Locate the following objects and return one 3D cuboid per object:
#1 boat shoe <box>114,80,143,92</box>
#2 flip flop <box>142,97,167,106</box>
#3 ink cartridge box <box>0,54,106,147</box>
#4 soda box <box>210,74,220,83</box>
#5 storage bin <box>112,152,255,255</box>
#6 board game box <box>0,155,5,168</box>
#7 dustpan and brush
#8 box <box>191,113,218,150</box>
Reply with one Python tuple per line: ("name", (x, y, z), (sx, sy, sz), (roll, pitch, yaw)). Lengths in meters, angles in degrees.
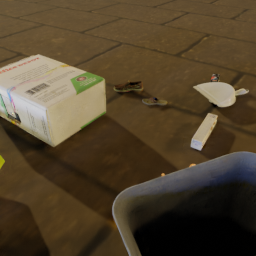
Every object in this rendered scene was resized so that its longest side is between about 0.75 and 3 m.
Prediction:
("boat shoe", (0.015, -1.412, 9.210), (0.974, 0.360, 0.360), (-3, 36, -4))
("flip flop", (0.819, -0.835, 8.539), (0.766, 0.221, 0.311), (6, 37, 8))
("ink cartridge box", (-2.326, -0.925, 7.836), (2.810, 1.180, 2.035), (24, 43, 29))
("soda box", (2.937, -1.567, 9.491), (0.247, 0.276, 0.779), (11, 37, 19))
("storage bin", (1.068, 1.566, 4.009), (2.417, 1.624, 1.759), (-15, 40, -17))
("board game box", (-4.100, 0.797, 5.662), (2.690, 0.640, 1.366), (11, 55, 14))
("dustpan and brush", (3.088, -1.090, 8.775), (1.770, 0.506, 1.235), (-20, 41, -14))
("box", (1.996, 0.065, 7.272), (0.281, 0.262, 1.356), (18, 40, 23))
